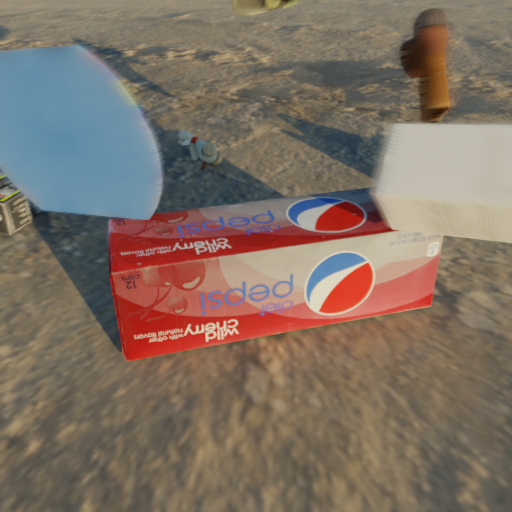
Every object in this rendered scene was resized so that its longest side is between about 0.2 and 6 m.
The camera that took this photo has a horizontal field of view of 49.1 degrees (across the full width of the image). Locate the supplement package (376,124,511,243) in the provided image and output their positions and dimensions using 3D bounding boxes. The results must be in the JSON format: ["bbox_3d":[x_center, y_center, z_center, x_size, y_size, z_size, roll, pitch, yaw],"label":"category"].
[{"bbox_3d":[2.490,-0.881,6.768,1.721,1.031,1.043,9,72,29],"label":"supplement package"}]

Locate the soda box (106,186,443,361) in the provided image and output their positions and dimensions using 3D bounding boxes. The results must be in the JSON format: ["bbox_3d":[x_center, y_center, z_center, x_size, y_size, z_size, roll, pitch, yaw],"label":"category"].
[{"bbox_3d":[0.253,0.130,8.141,4.586,1.454,1.605,-8,31,-12],"label":"soda box"}]

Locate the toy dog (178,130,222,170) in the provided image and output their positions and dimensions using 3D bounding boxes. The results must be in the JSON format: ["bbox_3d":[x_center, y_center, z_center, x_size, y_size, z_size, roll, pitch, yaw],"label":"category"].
[{"bbox_3d":[-1.382,-2.430,13.119,1.274,0.840,0.614,30,81,45],"label":"toy dog"}]

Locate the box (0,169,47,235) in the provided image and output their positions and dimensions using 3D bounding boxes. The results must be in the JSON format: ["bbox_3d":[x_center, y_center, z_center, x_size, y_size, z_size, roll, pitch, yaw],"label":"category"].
[{"bbox_3d":[-5.110,-1.599,11.672,2.450,0.677,3.058,11,34,16],"label":"box"}]

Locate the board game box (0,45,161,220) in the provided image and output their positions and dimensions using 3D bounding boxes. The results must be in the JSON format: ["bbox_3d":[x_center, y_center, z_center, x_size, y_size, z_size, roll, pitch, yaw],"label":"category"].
[{"bbox_3d":[-2.470,-1.699,7.575,3.022,2.387,0.588,6,40,25],"label":"board game box"}]

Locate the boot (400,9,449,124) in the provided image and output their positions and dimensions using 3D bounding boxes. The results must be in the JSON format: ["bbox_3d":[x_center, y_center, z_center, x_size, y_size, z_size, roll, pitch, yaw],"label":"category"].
[{"bbox_3d":[3.026,-2.999,9.828,0.642,1.875,1.765,-1,-12,-4],"label":"boot"}]

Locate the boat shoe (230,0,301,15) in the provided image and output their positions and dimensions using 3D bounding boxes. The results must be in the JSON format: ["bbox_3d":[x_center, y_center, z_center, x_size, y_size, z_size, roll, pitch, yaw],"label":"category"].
[{"bbox_3d":[0.349,-3.955,8.221,1.665,0.595,0.498,-14,35,19],"label":"boat shoe"}]
